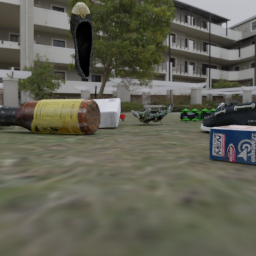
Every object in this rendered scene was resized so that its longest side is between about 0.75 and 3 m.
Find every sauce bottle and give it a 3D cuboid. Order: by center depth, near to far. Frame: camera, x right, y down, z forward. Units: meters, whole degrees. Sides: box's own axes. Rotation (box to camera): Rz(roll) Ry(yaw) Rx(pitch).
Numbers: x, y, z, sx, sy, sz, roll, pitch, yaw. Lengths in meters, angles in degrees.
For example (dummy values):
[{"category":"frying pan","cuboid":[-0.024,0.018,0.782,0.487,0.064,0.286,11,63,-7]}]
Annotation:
[{"category":"sauce bottle","cuboid":[-1.963,-0.274,6.755,2.580,0.852,0.852,1,4,21]}]

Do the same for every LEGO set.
[{"category":"LEGO set","cuboid":[0.477,-0.341,10.640,2.614,0.741,1.698,-12,-2,15]}]

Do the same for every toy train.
[{"category":"toy train","cuboid":[3.853,-0.561,13.246,2.952,0.616,0.832,0,-6,0]}]

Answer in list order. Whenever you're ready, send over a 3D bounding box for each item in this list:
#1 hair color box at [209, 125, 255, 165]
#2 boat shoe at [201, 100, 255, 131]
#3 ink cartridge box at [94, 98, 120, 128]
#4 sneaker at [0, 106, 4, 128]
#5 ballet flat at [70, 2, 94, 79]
[{"category":"hair color box","cuboid":[1.565,0.186,2.964,1.234,0.373,0.617,3,5,41]},{"category":"boat shoe","cuboid":[2.429,-0.236,6.308,0.975,0.778,2.578,-1,4,-14]},{"category":"ink cartridge box","cuboid":[-1.372,-0.542,9.351,2.166,0.550,2.459,-1,15,1]},{"category":"sneaker","cuboid":[-3.897,-0.407,8.013,1.060,0.953,2.455,2,3,-20]},{"category":"ballet flat","cuboid":[-1.385,-2.763,9.054,0.789,2.376,0.675,-16,33,-25]}]
